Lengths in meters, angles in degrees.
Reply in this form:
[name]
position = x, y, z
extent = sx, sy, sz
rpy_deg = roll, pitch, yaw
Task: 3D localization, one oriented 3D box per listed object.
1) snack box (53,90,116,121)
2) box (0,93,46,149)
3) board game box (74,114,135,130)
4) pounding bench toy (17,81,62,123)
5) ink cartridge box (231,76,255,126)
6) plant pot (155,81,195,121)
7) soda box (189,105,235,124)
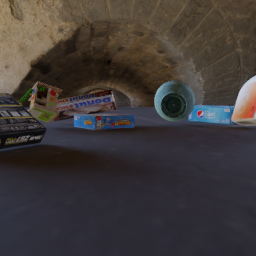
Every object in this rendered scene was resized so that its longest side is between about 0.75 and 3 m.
[snack box]
position = -1.570, -0.757, 9.569
extent = 2.239, 0.272, 0.805
rpy_deg = -11, -37, 2
[box]
position = -2.247, -0.138, 4.499
extent = 1.185, 0.361, 1.470
rpy_deg = 40, 22, 20
[board game box]
position = -0.713, -0.209, 8.262
extent = 1.311, 0.374, 1.339
rpy_deg = -3, 6, -35
[pounding bench toy]
position = -2.685, -0.856, 8.227
extent = 1.210, 0.943, 0.751
rpy_deg = 18, -31, -34
[ink cartridge box]
position = 3.946, -1.447, 7.613
extent = 0.689, 2.748, 2.229
rpy_deg = 15, -4, -7
[plant pot]
position = 1.464, -0.794, 8.899
extent = 1.342, 1.342, 0.899
rpy_deg = 1, 15, 12
[soda box]
position = 3.070, -0.516, 10.151
extent = 0.607, 0.574, 1.789
rpy_deg = -11, 13, -38
